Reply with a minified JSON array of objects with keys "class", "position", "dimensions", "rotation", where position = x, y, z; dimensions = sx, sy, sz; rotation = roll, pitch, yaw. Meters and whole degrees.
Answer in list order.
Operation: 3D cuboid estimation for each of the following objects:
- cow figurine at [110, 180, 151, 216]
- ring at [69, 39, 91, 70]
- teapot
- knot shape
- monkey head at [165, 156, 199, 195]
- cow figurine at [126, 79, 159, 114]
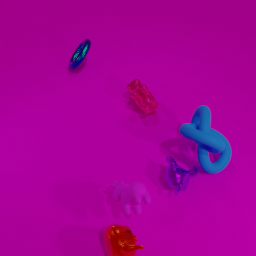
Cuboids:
[{"class":"cow figurine","position":[0.029,1.424,6.186],"dimensions":[0.553,1.007,0.991],"rotation":[9,42,-31]},{"class":"ring","position":[-1.912,-2.923,11.097],"dimensions":[0.277,1.383,1.383],"rotation":[31,37,-26]},{"class":"teapot","position":[-0.105,2.362,5.741],"dimensions":[0.641,1.309,0.814],"rotation":[-9,84,-22]},{"class":"knot shape","position":[2.062,0.183,7.563],"dimensions":[0.855,1.850,1.731],"rotation":[-29,42,22]},{"class":"monkey head","position":[1.331,1.183,7.091],"dimensions":[0.649,0.775,1.077],"rotation":[23,42,-35]},{"class":"cow figurine","position":[0.496,-1.036,9.460],"dimensions":[0.752,1.349,1.371],"rotation":[-37,88,4]}]
